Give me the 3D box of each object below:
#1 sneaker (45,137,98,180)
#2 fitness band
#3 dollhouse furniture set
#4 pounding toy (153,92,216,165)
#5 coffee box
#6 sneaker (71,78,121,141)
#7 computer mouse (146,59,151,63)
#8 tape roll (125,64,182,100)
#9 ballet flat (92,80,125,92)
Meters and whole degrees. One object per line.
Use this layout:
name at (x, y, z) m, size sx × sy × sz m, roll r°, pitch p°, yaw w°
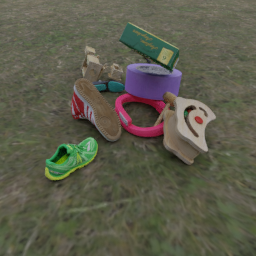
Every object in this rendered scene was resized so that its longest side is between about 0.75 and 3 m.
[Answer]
sneaker at (-1.698, 0.835, 8.750) m, size 0.749 × 0.845 × 2.022 m, roll 24°, pitch 42°, yaw 30°
fitness band at (0.588, -0.590, 10.955) m, size 1.972 × 0.514 × 2.746 m, roll -10°, pitch 36°, yaw -17°
dollhouse furniture set at (-1.372, -2.966, 14.037) m, size 1.772 × 1.114 × 2.004 m, roll 14°, pitch 31°, yaw -23°
pounding toy at (1.954, 0.050, 9.901) m, size 1.697 × 1.702 × 2.968 m, roll 23°, pitch 44°, yaw -16°
coffee box at (0.883, -2.697, 9.743) m, size 1.837 × 0.657 × 2.987 m, roll 30°, pitch 13°, yaw 6°
sneaker at (-1.272, -0.424, 10.585) m, size 0.951 × 1.502 × 2.670 m, roll -24°, pitch 73°, yaw -32°
computer mouse at (1.068, -3.869, 15.653) m, size 0.303 × 0.176 × 1.034 m, roll 15°, pitch 36°, yaw -22°
tape roll at (1.068, -2.038, 12.052) m, size 2.331 × 0.990 × 2.331 m, roll 6°, pitch 24°, yaw -3°
ballet flat at (-0.929, -1.945, 12.744) m, size 1.618 × 0.591 × 0.591 m, roll -3°, pitch 37°, yaw -1°
